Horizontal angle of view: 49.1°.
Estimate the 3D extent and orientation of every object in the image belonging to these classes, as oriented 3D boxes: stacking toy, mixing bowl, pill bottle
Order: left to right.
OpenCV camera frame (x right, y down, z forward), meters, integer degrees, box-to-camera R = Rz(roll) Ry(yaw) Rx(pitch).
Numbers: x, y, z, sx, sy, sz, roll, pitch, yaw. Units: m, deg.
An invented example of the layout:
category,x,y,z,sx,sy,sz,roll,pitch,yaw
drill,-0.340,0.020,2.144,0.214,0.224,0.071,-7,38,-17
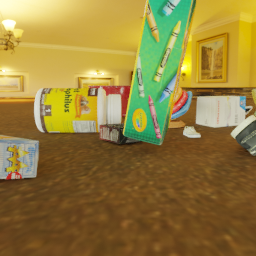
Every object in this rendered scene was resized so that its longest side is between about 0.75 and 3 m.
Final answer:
category,x,y,z,sx,sy,sz,roll,pitch,yaw
pill bottle,-1.435,-0.534,8.425,2.442,1.334,1.334,0,8,-3
mixing bowl,-0.559,-1.345,13.729,2.737,1.482,2.737,0,7,0
stacking toy,1.229,-1.307,9.740,1.131,1.949,1.069,-27,32,42

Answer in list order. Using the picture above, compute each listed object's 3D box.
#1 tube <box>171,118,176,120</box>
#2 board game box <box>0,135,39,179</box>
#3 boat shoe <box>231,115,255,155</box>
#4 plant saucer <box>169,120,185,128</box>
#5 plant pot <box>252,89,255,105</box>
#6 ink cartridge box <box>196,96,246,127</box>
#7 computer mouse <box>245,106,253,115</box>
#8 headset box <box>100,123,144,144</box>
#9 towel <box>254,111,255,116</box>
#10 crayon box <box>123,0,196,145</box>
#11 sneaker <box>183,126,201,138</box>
category,x,y,z,sx,sy,sz,roll,pitch,yaw
tube,1.317,-0.412,11.000,0.492,0.550,1.894,-41,-13,21
board game box,-2.376,0.372,4.006,1.887,0.582,1.888,4,0,18
boat shoe,2.939,0.224,6.053,2.167,0.778,0.733,1,41,-51
plant saucer,1.482,-0.159,9.834,1.032,0.193,1.032,-2,7,0
plant pot,8.430,-1.721,17.031,1.693,1.202,1.693,3,-1,0
ink cartridge box,3.361,-0.634,10.197,1.425,1.049,1.031,-4,9,-24
computer mouse,4.791,-0.716,13.128,2.100,0.461,1.151,-5,3,2
headset box,-0.179,0.116,7.077,0.789,0.409,1.060,-4,6,-35
towel,6.308,-0.501,11.250,2.027,0.499,2.733,3,9,17
crayon box,0.710,-1.310,5.966,0.853,2.929,1.740,13,16,10
sneaker,1.744,0.101,7.740,0.282,0.274,0.773,-3,8,-18
